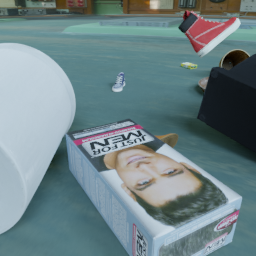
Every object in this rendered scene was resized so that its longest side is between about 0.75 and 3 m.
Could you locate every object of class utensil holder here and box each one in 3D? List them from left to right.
[{"bbox_3d":[-2.339,0.047,4.771,2.369,2.369,2.788,1,29,2],"label":"utensil holder"}]

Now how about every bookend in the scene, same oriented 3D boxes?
[{"bbox_3d":[3.611,-0.594,6.045,2.912,1.341,2.894,35,49,29],"label":"bookend"}]

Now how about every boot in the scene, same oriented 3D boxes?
[{"bbox_3d":[-0.350,-1.714,10.397,0.387,0.481,1.064,4,27,8],"label":"boot"},{"bbox_3d":[0.576,0.252,6.538,1.054,0.388,0.815,-16,27,-33],"label":"boot"},{"bbox_3d":[1.369,-1.780,4.744,1.082,0.781,0.392,-39,1,-22],"label":"boot"}]

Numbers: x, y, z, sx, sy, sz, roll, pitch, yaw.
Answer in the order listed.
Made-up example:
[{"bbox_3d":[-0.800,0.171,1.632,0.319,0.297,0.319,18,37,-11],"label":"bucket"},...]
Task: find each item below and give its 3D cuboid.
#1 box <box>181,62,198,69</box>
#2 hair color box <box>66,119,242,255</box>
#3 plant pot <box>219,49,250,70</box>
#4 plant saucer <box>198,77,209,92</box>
[{"bbox_3d":[2.914,-2.935,13.231,0.440,0.181,0.750,-15,27,-29],"label":"box"},{"bbox_3d":[0.164,0.871,4.674,1.459,0.893,2.947,-14,30,-27],"label":"hair color box"},{"bbox_3d":[4.280,-2.605,11.660,1.207,1.207,1.295,0,11,0],"label":"plant pot"},{"bbox_3d":[3.623,-1.369,9.842,2.278,0.365,2.278,0,25,0],"label":"plant saucer"}]
